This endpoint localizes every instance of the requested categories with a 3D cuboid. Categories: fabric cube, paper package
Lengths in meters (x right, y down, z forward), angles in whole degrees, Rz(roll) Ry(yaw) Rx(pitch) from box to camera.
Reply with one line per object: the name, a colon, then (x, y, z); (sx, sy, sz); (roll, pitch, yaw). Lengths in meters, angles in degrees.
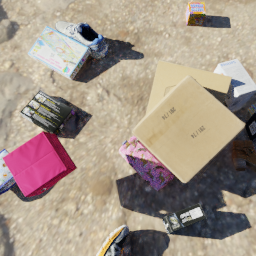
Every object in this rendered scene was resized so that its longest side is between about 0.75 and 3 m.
fabric cube: (-2.689, 1.120, 8.803); (1.440, 1.417, 1.444); (-34, 82, -2)
paper package: (2.155, 0.032, 10.324); (2.827, 1.534, 2.966); (45, 96, 10)

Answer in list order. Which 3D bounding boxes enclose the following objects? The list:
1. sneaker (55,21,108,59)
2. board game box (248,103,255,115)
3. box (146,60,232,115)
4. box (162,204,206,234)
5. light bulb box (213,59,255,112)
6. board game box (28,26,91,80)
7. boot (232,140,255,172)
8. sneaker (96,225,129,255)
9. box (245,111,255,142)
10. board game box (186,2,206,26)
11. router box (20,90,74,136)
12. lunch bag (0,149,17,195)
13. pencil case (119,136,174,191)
sneaker: (-2.225, -4.532, 13.255); (2.993, 1.275, 1.153); (29, 69, 13)
board game box: (5.747, -0.875, 12.015); (0.940, 0.484, 0.493); (-23, 67, -10)
box: (2.371, -1.228, 11.350); (2.932, 0.312, 2.397); (17, 104, 15)
box: (1.939, 3.200, 9.839); (1.288, 1.055, 0.555); (-19, 67, -8)
light bulb box: (4.252, -1.695, 11.730); (1.011, 1.606, 1.620); (-16, 66, -17)
board game box: (-3.203, -3.511, 13.049); (2.461, 0.421, 1.655); (30, 82, 13)
boot: (4.968, 1.086, 11.081); (1.621, 0.597, 1.254); (6, 61, -1)
sneaker: (-0.626, 4.465, 9.370); (0.988, 1.001, 2.559); (31, 78, 9)
box: (5.812, -0.175, 11.278); (1.663, 1.234, 0.890); (-10, 66, -5)
board game box: (3.383, -5.725, 14.057); (0.801, 0.800, 0.800); (1, 65, 0)
router box: (-3.424, -0.638, 11.915); (1.809, 0.462, 1.349); (30, 69, 13)
lunch bag: (-4.799, 1.738, 10.619); (1.205, 0.878, 1.418); (38, 63, 15)
pencil case: (0.693, 1.339, 10.735); (0.945, 0.987, 2.282); (-39, 73, -23)
